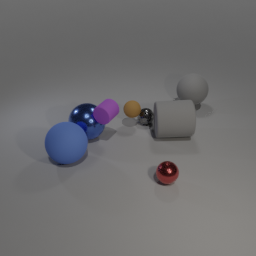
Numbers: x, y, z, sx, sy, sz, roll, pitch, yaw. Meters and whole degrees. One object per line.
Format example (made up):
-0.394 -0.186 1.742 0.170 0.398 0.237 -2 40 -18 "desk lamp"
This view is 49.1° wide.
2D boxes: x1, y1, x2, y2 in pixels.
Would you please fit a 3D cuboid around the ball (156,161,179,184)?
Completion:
1.201 1.355 8.529 0.700 0.700 0.700 0 31 0 "ball"

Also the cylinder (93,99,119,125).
-0.766 -0.585 9.918 0.700 0.700 0.700 15 37 23 "cylinder"

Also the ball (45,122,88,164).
-2.050 0.491 9.330 1.400 1.400 1.400 0 31 0 "ball"

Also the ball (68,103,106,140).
-1.539 -0.240 10.554 1.400 1.400 1.400 0 31 0 "ball"

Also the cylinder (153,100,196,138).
1.735 -0.344 10.667 1.400 1.400 1.400 -3 31 0 "cylinder"

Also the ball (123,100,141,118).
0.167 -0.752 11.161 0.700 0.700 0.700 0 31 0 "ball"

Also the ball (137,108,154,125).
0.736 -0.486 11.645 0.700 0.700 0.700 0 31 0 "ball"

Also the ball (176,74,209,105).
2.878 -1.721 12.521 1.400 1.400 1.400 0 31 0 "ball"
